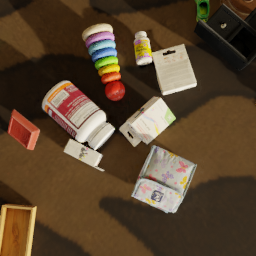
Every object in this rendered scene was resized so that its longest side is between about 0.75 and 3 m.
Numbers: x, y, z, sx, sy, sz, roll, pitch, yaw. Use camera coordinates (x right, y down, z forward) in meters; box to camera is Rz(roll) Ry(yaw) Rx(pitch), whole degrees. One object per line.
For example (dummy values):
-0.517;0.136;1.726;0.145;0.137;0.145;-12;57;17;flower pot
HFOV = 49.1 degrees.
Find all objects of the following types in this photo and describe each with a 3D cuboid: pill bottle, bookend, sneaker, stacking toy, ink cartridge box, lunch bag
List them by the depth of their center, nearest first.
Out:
1.257;1.845;9.954;1.704;1.277;2.009;25;89;3;lunch bag
-1.751;-0.414;10.151;2.507;1.416;1.416;42;85;5;pill bottle
-1.468;0.998;10.228;1.555;0.895;0.528;27;83;3;ink cartridge box
0.709;-0.170;10.329;1.833;0.617;1.074;-42;112;-5;ink cartridge box
4.274;-3.925;10.584;2.419;1.121;2.434;44;93;5;bookend
-0.761;-2.412;10.618;1.192;1.192;2.793;-19;89;-2;stacking toy
0.559;-3.109;10.907;0.617;0.617;1.183;-8;82;-1;pill bottle
1.766;-2.270;10.939;1.371;0.427;1.704;-15;78;-2;ink cartridge box
3.000;-4.983;11.120;0.598;0.675;1.614;-4;82;0;sneaker

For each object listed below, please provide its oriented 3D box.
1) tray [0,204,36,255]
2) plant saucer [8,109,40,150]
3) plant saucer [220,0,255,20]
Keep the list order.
-4.061;3.982;10.089;1.144;0.430;2.320;5;82;1;tray
-3.899;0.131;10.259;1.254;1.252;0.230;38;41;4;plant saucer
4.782;-5.272;11.338;1.992;0.343;1.992;0;82;1;plant saucer
